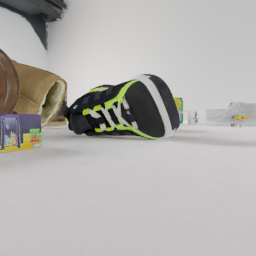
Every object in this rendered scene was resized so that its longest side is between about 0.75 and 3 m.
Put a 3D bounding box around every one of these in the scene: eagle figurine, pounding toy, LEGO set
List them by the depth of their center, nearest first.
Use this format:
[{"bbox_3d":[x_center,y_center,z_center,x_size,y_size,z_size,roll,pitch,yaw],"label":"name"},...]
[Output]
[{"bbox_3d":[-3.159,-0.639,9.097,1.994,1.513,1.505,-8,-25,32],"label":"eagle figurine"},{"bbox_3d":[3.886,-0.245,9.686,0.462,0.430,1.126,0,3,12],"label":"LEGO set"},{"bbox_3d":[-3.299,-1.077,10.952,1.401,1.971,1.815,1,2,16],"label":"pounding toy"}]

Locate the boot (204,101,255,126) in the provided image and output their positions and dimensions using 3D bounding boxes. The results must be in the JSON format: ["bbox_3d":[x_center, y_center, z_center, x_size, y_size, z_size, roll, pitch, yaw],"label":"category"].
[{"bbox_3d":[3.970,-0.556,10.876,2.017,0.964,0.742,1,2,25],"label":"boot"}]

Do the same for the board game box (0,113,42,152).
[{"bbox_3d":[-1.414,0.033,2.177,0.931,0.319,1.126,-1,2,25],"label":"board game box"}]

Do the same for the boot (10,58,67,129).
[{"bbox_3d":[-3.362,-0.735,7.896,2.952,2.586,0.976,29,9,28],"label":"boot"}]

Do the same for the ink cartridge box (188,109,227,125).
[{"bbox_3d":[3.697,-0.511,13.410,1.219,0.718,2.117,0,2,-16],"label":"ink cartridge box"}]

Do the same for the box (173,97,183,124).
[{"bbox_3d":[1.963,-0.904,14.602,2.448,1.436,0.592,-1,0,-27],"label":"box"}]

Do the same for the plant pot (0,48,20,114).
[{"bbox_3d":[-3.447,-0.814,5.378,2.097,2.097,2.076,0,10,-5],"label":"plant pot"}]

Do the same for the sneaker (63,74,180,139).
[{"bbox_3d":[-0.263,-0.114,3.869,0.981,0.849,2.368,-31,16,-23],"label":"sneaker"}]
